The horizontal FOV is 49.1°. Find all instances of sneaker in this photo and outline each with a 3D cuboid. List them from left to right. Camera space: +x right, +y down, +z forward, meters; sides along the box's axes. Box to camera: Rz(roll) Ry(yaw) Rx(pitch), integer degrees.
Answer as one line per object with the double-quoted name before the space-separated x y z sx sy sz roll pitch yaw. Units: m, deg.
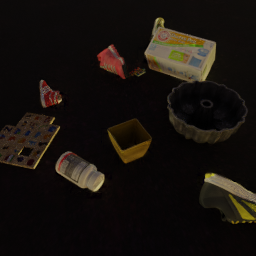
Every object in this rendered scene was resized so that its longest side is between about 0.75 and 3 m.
"sneaker" -3.264 -1.509 11.840 0.839 0.531 1.491 -13 54 -7
"sneaker" -0.721 -2.936 13.170 1.076 0.914 2.481 -26 46 -4
"sneaker" 1.831 -4.700 14.740 1.286 1.116 2.902 14 53 -1
"sneaker" 3.260 2.303 8.012 2.660 0.991 1.126 28 87 11

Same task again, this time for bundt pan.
"bundt pan" 2.840 -0.526 10.511 2.873 1.078 2.873 0 46 0

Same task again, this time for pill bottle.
"pill bottle" -1.494 1.393 8.838 1.443 0.799 0.799 26 51 23

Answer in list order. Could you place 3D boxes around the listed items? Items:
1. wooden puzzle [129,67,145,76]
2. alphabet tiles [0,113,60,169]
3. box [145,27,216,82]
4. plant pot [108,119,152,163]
"wooden puzzle" 0.483 -2.676 13.304 0.841 0.059 0.498 -35 55 -29
"alphabet tiles" -3.793 0.343 10.300 2.071 0.094 2.478 9 45 12
"box" 2.334 -3.221 12.565 2.716 1.377 1.528 23 79 21
"plant pot" 0.044 0.526 9.550 1.113 0.982 1.113 -21 50 -19
